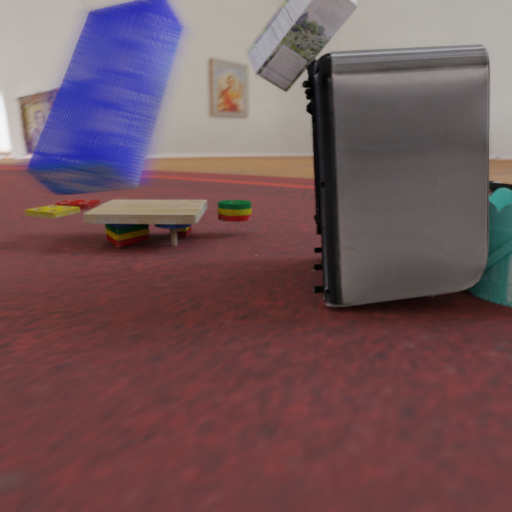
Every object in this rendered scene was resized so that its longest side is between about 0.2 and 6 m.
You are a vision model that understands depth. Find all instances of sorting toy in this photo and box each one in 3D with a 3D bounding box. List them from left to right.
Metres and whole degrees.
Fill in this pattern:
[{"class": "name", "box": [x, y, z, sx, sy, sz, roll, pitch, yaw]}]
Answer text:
[{"class": "sorting toy", "box": [-2.183, -0.633, 10.878, 4.157, 0.703, 2.004, 1, 13, 0]}]

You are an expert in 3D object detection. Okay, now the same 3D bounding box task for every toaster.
[{"class": "toaster", "box": [1.729, -1.296, 7.742, 2.057, 3.467, 3.135, -3, 11, 6]}]

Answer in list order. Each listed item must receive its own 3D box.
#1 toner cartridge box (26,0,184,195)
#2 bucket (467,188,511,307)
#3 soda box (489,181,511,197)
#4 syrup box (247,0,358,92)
[{"class": "toner cartridge box", "box": [-1.722, -1.929, 6.638, 1.182, 2.488, 0.537, -2, -27, 24]}, {"class": "bucket", "box": [3.698, -0.145, 7.358, 2.043, 1.329, 2.043, 0, 12, 0]}, {"class": "soda box", "box": [5.140, -1.415, 13.680, 0.871, 0.974, 2.752, -1, 13, -7]}, {"class": "syrup box", "box": [0.532, -2.746, 6.803, 0.535, 1.358, 0.553, 19, 38, -35]}]
